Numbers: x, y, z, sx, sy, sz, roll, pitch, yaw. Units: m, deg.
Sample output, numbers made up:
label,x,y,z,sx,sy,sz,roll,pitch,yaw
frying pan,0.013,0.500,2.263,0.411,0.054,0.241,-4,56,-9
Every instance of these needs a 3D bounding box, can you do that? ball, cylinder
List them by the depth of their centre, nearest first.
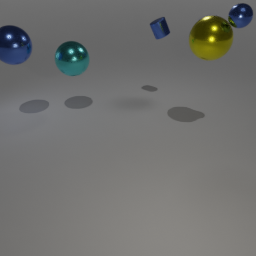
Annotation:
label,x,y,z,sx,sy,sz,roll,pitch,yaw
ball,3.357,-3.344,8.357,0.700,0.700,0.700,0,29,0
ball,2.686,-2.903,9.102,1.400,1.400,1.400,0,29,0
ball,-4.246,-3.030,10.279,1.400,1.400,1.400,0,29,0
ball,-2.263,-2.806,11.374,1.400,1.400,1.400,0,29,0
cylinder,1.382,-4.302,12.081,0.700,0.700,0.700,-23,27,12
